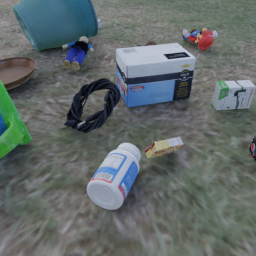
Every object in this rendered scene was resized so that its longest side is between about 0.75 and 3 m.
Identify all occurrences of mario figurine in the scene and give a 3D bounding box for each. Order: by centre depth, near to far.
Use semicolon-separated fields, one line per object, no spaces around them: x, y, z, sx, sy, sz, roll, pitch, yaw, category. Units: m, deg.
3.028;-3.986;11.836;1.086;0.933;1.760;-40;35;2;mario figurine

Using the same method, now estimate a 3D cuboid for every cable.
-0.863;-0.667;7.188;1.424;0.443;1.745;4;54;40;cable

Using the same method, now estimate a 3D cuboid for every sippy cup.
-3.434;-0.196;6.027;1.943;2.082;2.652;-29;11;-18;sippy cup

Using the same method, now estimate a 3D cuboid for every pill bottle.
-0.200;0.875;5.436;0.718;0.718;1.280;14;38;18;pill bottle

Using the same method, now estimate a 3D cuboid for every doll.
-1.814;-2.785;10.081;1.134;0.403;1.662;11;52;6;doll

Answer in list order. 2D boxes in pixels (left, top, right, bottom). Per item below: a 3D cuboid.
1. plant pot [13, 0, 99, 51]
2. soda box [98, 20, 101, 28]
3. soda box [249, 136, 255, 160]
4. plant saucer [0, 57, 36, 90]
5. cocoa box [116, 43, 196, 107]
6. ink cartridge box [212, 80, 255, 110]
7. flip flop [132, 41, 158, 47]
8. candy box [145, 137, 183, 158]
-3.009;-4.499;11.308;2.582;2.748;2.748;-32;45;-16;plant pot
-1.895;-5.322;14.185;1.057;0.360;0.337;15;39;19;soda box
3.410;0.463;6.230;1.230;0.435;0.390;2;39;1;soda box
-3.984;-1.713;9.113;2.086;0.382;2.086;-5;37;4;plant saucer
0.751;-1.586;8.282;2.001;1.313;1.335;-9;37;-12;cocoa box
2.957;-0.924;7.873;1.005;0.736;0.417;-4;37;-5;ink cartridge box
0.848;-3.322;11.369;1.610;0.463;0.653;27;44;32;flip flop
0.790;0.424;6.130;0.755;0.436;0.209;-10;67;-34;candy box
